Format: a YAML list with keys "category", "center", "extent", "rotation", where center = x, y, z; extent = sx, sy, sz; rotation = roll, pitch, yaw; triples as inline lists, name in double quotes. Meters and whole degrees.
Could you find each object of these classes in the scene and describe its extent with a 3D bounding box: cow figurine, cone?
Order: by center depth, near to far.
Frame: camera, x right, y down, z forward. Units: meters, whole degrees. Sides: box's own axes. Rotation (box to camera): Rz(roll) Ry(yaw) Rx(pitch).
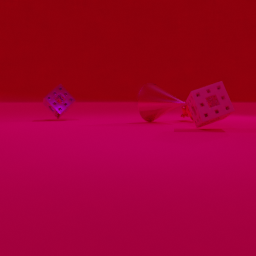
- category: "cone"
  center: [1.347, -0.883, 9.831]
  extent: [1.443, 1.437, 1.437]
  rotation: [6, 8, 42]
- category: "cow figurine"
  center: [2.469, -0.575, 10.837]
  extent: [0.586, 1.050, 1.067]
  rotation: [-10, 50, -13]

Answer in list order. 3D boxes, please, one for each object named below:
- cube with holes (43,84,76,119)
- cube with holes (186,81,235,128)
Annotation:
- category: "cube with holes"
  center: [-2.770, -1.054, 11.286]
  extent: [0.882, 0.882, 0.882]
  rotation: [-46, 6, -21]
- category: "cube with holes"
  center: [2.217, -0.612, 7.683]
  extent: [0.869, 0.869, 0.869]
  rotation: [-19, -11, -1]
